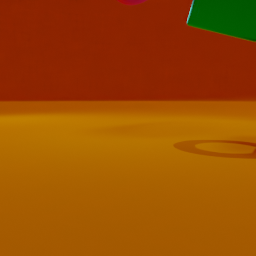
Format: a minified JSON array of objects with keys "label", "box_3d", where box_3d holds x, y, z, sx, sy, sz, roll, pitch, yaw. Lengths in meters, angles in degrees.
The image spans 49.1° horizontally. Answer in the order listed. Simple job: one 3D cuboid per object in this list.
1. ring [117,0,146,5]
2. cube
[{"label":"ring","box_3d":[0.328,-3.596,6.120,0.376,1.879,1.879,50,30,21]},{"label":"cube","box_3d":[1.836,-2.411,4.905,1.240,1.240,1.240,16,35,5]}]
